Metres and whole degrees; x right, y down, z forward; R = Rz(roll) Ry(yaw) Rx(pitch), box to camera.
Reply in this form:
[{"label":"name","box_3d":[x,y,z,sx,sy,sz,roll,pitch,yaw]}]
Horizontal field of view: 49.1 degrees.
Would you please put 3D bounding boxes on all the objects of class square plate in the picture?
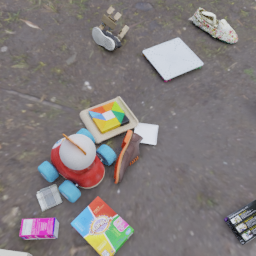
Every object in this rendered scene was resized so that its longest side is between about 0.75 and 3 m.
[{"label":"square plate","box_3d":[0.692,0.236,10.977,0.924,0.131,0.915,8,57,5]}]

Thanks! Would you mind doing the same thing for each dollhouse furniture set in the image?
[{"label":"dollhouse furniture set","box_3d":[-0.764,-4.928,13.747,1.359,1.191,0.903,36,59,-9]}]

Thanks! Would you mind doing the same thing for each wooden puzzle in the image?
[{"label":"wooden puzzle","box_3d":[-0.780,-0.407,11.205,1.890,0.352,1.749,-26,57,-15]}]

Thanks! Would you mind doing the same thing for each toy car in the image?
[{"label":"toy car","box_3d":[-1.774,0.796,9.253,2.127,2.405,2.216,36,63,21]}]

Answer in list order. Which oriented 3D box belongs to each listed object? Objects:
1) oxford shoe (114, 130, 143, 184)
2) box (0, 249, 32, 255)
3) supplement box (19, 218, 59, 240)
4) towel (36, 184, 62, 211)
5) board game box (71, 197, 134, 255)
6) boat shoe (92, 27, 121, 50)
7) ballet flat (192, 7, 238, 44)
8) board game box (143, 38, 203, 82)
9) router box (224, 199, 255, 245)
[{"label":"oxford shoe","box_3d":[0.033,1.069,10.100,0.755,0.741,2.082,20,66,-5]},{"label":"box","box_3d":[-3.501,3.911,8.359,1.083,0.514,0.421,5,58,5]},{"label":"supplement box","box_3d":[-2.777,3.170,8.818,1.059,0.536,0.547,-1,57,-1]},{"label":"towel","box_3d":[-2.700,2.359,9.592,0.738,0.132,0.766,-22,59,-14]},{"label":"board game box","box_3d":[-0.817,3.188,8.932,1.629,0.329,1.247,37,64,21]},{"label":"boat shoe","box_3d":[-1.060,-4.368,13.641,0.594,0.727,1.968,-18,42,-34]},{"label":"ballet flat","box_3d":[4.368,-5.175,14.075,2.690,0.860,1.017,38,62,21]},{"label":"board game box","box_3d":[2.077,-3.221,13.147,2.105,0.272,2.105,-24,61,-15]},{"label":"router box","box_3d":[3.918,3.021,9.044,1.251,0.320,0.933,-24,60,-15]}]
